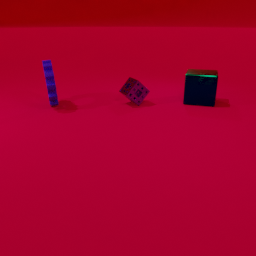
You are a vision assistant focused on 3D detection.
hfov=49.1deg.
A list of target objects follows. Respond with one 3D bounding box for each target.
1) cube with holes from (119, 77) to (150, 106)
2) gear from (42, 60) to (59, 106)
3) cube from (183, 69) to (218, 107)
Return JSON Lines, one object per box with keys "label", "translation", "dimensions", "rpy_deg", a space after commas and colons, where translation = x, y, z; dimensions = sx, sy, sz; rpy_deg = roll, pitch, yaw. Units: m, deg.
{"label": "cube with holes", "translation": [0.251, -1.463, 11.156], "dimensions": [0.736, 0.736, 0.736], "rpy_deg": [37, 1, -33]}
{"label": "gear", "translation": [-2.966, -1.700, 10.713], "dimensions": [0.317, 1.715, 1.715], "rpy_deg": [-10, 24, -15]}
{"label": "cube", "translation": [2.957, -1.664, 11.385], "dimensions": [1.235, 1.235, 1.235], "rpy_deg": [6, 23, 15]}
